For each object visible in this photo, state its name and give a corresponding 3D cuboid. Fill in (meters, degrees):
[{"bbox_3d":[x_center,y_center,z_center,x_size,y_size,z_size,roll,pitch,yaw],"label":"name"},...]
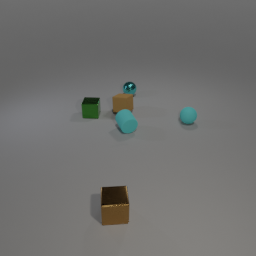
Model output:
[{"bbox_3d":[0.079,-1.956,13.911,0.700,0.700,0.700,0,30,0],"label":"ball"},{"bbox_3d":[2.489,-0.522,11.544,0.700,0.700,0.700,0,30,0],"label":"ball"},{"bbox_3d":[-0.061,-0.264,11.029,0.700,0.700,0.700,-12,41,-19],"label":"cylinder"},{"bbox_3d":[-0.215,-1.094,12.338,0.700,0.700,0.700,7,22,24],"label":"cube"},{"bbox_3d":[-0.346,2.005,7.276,0.700,0.700,0.700,-2,31,-5],"label":"cube"},{"bbox_3d":[-1.597,-0.879,12.191,0.700,0.700,0.700,2,31,3],"label":"cube"}]
